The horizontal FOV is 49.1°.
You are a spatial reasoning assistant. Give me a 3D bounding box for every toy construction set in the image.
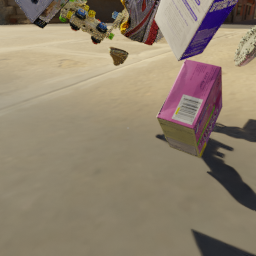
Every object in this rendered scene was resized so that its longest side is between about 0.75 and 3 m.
[{"bbox_3d":[-1.192,-3.763,9.532,2.538,1.169,1.664,18,39,-3],"label":"toy construction set"}]

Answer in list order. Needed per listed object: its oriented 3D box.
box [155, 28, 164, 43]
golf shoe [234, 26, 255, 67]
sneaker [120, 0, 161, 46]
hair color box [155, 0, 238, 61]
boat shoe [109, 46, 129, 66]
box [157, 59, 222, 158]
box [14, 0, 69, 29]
[{"bbox_3d":[0.926,-3.878,9.387,0.857,1.094,1.759,34,30,-36],"label":"box"},{"bbox_3d":[1.596,-0.999,3.093,0.472,0.971,0.380,17,54,-13],"label":"golf shoe"},{"bbox_3d":[0.375,-3.122,6.524,1.037,2.524,0.982,9,44,-6],"label":"sneaker"},{"bbox_3d":[1.089,-2.041,4.446,0.608,1.026,1.877,-22,-14,-14],"label":"hair color box"},{"bbox_3d":[-0.237,-1.767,7.046,0.402,0.427,1.122,22,13,12],"label":"boat shoe"},{"bbox_3d":[0.760,-0.192,3.261,0.426,0.881,0.775,20,73,25],"label":"box"},{"bbox_3d":[-1.785,-3.031,6.251,0.809,1.386,0.417,51,14,11],"label":"box"}]
